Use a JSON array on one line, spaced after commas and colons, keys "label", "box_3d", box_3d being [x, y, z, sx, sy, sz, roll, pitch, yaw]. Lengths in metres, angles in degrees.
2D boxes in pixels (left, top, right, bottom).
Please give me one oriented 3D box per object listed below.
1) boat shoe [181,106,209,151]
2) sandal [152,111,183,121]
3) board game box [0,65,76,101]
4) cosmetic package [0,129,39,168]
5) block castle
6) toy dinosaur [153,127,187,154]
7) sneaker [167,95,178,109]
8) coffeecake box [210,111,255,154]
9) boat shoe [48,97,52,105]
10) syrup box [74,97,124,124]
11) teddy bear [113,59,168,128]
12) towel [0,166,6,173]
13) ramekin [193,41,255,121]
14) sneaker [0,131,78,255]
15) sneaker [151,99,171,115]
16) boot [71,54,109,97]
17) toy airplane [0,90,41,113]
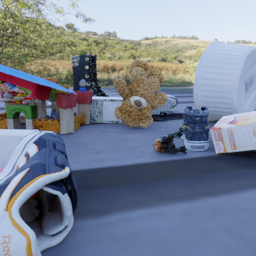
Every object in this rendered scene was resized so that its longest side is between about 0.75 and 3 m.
[{"label": "boat shoe", "box_3d": [1.462, -0.105, 6.024, 0.625, 0.801, 1.765, 1, 10, 7]}, {"label": "sandal", "box_3d": [1.316, -0.456, 9.487, 0.539, 0.304, 1.418, 9, 13, 42]}, {"label": "board game box", "box_3d": [-2.604, -1.021, 6.578, 2.248, 0.554, 2.845, 15, 8, -35]}, {"label": "cosmetic package", "box_3d": [-1.917, 0.333, 4.134, 1.120, 0.602, 0.475, 0, 9, 8]}, {"label": "block castle", "box_3d": [-2.552, -0.696, 7.765, 2.925, 1.372, 1.955, 2, 10, 10]}, {"label": "toy dinosaur", "box_3d": [0.717, 0.320, 5.132, 0.623, 0.469, 0.918, -11, 23, 25]}, {"label": "sneaker", "box_3d": [1.195, -0.945, 11.718, 1.774, 0.683, 0.756, -5, 18, 15]}, {"label": "coffeecake box", "box_3d": [2.327, 0.011, 5.064, 1.351, 0.494, 1.037, -11, 10, 34]}, {"label": "boat shoe", "box_3d": [-3.380, -1.463, 14.008, 0.914, 0.729, 2.416, -9, 13, -41]}, {"label": "syrup box", "box_3d": [-0.910, -0.593, 8.920, 1.928, 0.759, 0.785, 3, 11, 15]}, {"label": "teddy bear", "box_3d": [0.411, -1.087, 8.020, 0.769, 1.670, 2.303, -32, 14, 49]}, {"label": "towel", "box_3d": [-1.969, 0.749, 2.686, 1.361, 0.278, 1.860, -2, 10, -5]}, {"label": "ramekin", "box_3d": [3.092, -1.322, 8.383, 1.200, 2.461, 2.461, 15, 17, 40]}, {"label": "sneaker", "box_3d": [-0.768, 0.552, 2.547, 0.719, 0.710, 1.811, -3, 22, 8]}, {"label": "sneaker", "box_3d": [0.386, -1.008, 10.284, 2.433, 0.916, 1.272, 5, 15, -47]}, {"label": "boot", "box_3d": [-1.340, -1.704, 10.848, 1.092, 2.286, 3.026, -8, 13, -40]}, {"label": "toy airplane", "box_3d": [-2.813, -0.827, 7.580, 1.013, 0.718, 1.017, -15, -4, 1]}]
